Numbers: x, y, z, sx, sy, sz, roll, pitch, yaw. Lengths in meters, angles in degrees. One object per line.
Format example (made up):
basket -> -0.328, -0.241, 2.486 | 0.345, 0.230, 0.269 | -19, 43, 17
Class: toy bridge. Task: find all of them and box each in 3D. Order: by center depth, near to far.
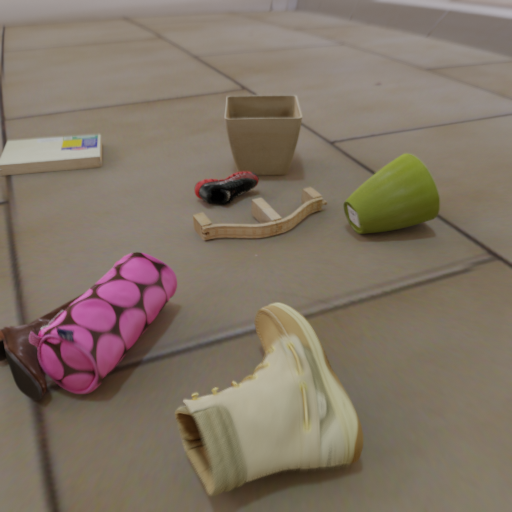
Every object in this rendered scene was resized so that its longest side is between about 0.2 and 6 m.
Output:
toy bridge -> 0.231, -0.823, 11.806 | 2.979, 0.405, 1.002 | -15, 39, -23

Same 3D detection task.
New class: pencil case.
pencil case -> -2.202, 0.861, 8.446 | 1.146, 1.110, 2.446 | 28, 34, 5

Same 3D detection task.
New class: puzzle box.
puzzle box -> -5.346, -2.686, 14.778 | 2.504, 0.318, 1.666 | -6, 33, -10

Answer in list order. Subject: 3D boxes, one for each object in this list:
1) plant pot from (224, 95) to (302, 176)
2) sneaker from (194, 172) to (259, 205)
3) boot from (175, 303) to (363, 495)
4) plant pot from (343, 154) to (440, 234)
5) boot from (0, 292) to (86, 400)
plant pot -> 0.169, -2.983, 14.066 | 1.809, 1.601, 1.807 | -1, 33, 0
sneaker -> -0.591, -1.510, 12.749 | 1.534, 0.542, 0.749 | -15, 35, -18
boot -> -0.077, 1.701, 7.264 | 2.036, 0.953, 2.619 | -8, 42, -19
plant pot -> 2.657, -1.114, 11.519 | 1.580, 1.478, 1.478 | -24, 37, -8
boot -> -2.879, 1.253, 8.499 | 1.821, 0.585, 1.697 | -22, 40, -37
